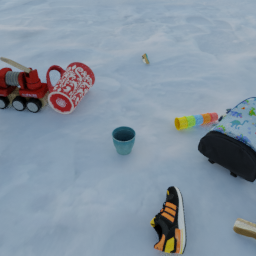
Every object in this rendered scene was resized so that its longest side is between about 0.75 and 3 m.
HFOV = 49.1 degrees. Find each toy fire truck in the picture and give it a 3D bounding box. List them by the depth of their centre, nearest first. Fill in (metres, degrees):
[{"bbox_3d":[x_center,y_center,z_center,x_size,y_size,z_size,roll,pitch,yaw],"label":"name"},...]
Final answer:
[{"bbox_3d":[-4.656,-1.982,11.477,2.309,2.624,1.688,7,40,8],"label":"toy fire truck"}]

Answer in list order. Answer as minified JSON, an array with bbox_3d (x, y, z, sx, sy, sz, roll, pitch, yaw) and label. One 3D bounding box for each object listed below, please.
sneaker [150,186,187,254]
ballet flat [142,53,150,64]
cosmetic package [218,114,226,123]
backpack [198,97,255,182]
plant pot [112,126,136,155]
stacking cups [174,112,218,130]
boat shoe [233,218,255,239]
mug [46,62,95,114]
[{"bbox_3d":[1.046,2.402,7.665,0.897,0.698,1.995,3,42,-1],"label":"sneaker"},{"bbox_3d":[0.977,-3.804,15.583,0.338,0.368,1.073,-25,35,13],"label":"ballet flat"},{"bbox_3d":[3.974,-0.182,11.046,0.273,0.404,0.768,-23,48,-24],"label":"cosmetic package"},{"bbox_3d":[4.051,0.179,9.535,2.655,2.041,2.166,-25,46,-39],"label":"backpack"},{"bbox_3d":[-0.148,0.494,9.919,0.843,0.792,0.843,0,40,0],"label":"plant pot"},{"bbox_3d":[2.761,-0.299,11.125,1.779,0.538,0.538,-9,40,-14],"label":"stacking cups"},{"bbox_3d":[3.473,2.732,7.464,1.220,0.450,0.422,16,48,20],"label":"boat shoe"},{"bbox_3d":[-2.690,-1.738,12.239,1.915,1.439,2.157,9,45,12],"label":"mug"}]
